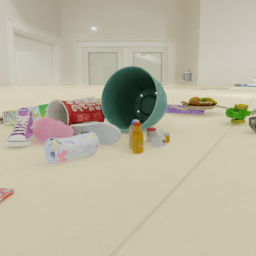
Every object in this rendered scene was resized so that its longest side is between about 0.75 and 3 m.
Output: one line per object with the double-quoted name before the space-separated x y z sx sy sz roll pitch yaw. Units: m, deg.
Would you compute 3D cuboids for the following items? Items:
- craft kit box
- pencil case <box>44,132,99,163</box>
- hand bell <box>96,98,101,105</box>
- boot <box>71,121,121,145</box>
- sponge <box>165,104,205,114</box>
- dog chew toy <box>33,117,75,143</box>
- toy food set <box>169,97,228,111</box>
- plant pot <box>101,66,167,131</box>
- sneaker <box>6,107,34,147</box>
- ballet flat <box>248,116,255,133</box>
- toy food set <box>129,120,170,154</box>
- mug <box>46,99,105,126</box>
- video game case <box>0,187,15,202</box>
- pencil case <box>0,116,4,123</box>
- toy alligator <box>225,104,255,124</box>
"craft kit box" -3.303 -0.778 12.221 2.920 0.708 2.884 -7 10 24
"pencil case" -1.409 0.469 7.084 1.378 0.625 0.573 -8 12 -40
"hand bell" -1.942 -1.344 16.976 0.629 0.629 1.209 3 23 16
"boot" -0.948 0.047 8.945 1.949 0.717 0.931 4 18 26
"sponge" 3.069 -1.056 15.620 2.359 0.352 1.316 3 12 16
"dog chew toy" -2.276 0.111 8.701 1.292 0.804 0.804 10 13 13
"toy food set" 3.698 -1.315 14.683 2.664 0.535 1.839 -4 13 -19
"plant pot" 0.433 -0.987 10.712 2.313 2.313 1.856 6 -1 30
"sneaker" -3.347 -0.067 8.694 0.684 1.075 1.886 -1 12 -11
"ballet flat" 5.570 -0.089 10.368 2.618 0.607 0.882 2 -10 -22
"toy food set" 0.570 0.128 8.297 0.870 0.820 1.823 9 14 40
"mug" -1.697 -0.304 10.096 1.676 1.259 1.888 34 24 31
"video game case" -2.562 1.220 4.593 0.825 0.101 1.155 2 12 12
"pencil case" -5.689 -0.358 12.054 0.772 0.345 0.300 -5 11 -29
"toy alligator" 4.855 -0.679 12.242 0.725 0.792 2.671 19 18 37
